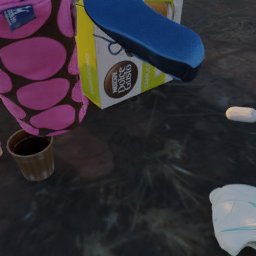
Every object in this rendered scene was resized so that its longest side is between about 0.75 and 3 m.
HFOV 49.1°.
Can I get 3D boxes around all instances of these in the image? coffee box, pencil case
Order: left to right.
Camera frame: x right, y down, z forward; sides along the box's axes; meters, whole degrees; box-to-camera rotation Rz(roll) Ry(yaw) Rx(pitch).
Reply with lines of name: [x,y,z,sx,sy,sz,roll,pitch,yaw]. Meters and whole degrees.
pencil case: [-1.250,-0.923,3.936,1.404,2.998,1.360,-11,68,-10]
coffee box: [-0.478,-2.691,8.070,2.741,2.767,2.772,-25,46,-27]

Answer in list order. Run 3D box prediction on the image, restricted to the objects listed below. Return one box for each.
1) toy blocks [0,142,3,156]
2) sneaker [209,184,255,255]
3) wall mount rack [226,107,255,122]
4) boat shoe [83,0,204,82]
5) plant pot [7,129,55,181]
toy blocks: [-3.788,-0.001,5.777,1.753,1.579,1.876,28,47,30]
sneaker: [2.721,1.655,4.423,2.765,0.973,1.108,3,51,11]
wall mount rack: [2.528,-0.629,2.617,2.520,1.081,2.901,18,84,4]
boat shoe: [0.067,-0.952,2.970,0.663,0.541,1.575,-38,64,-8]
plant pot: [-1.889,0.566,5.667,0.862,0.853,0.862,0,40,0]
